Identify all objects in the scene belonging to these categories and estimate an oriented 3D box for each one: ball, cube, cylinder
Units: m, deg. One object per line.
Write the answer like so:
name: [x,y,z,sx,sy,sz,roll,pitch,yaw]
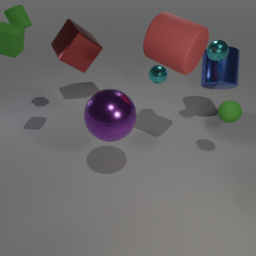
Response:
ball: [1.120,-1.989,10.440,0.700,0.700,0.700,0,32,0]
cube: [-3.433,-2.526,8.011,0.700,0.700,0.700,15,33,-7]
cylinder: [1.394,-2.460,8.157,1.400,1.400,1.400,31,42,22]
cylinder: [3.626,-2.326,11.035,1.400,1.400,1.400,4,-1,0]
cube: [-2.218,-3.518,12.073,1.400,1.400,1.400,22,26,-45]
ball: [2.996,-2.577,9.339,0.700,0.700,0.700,0,32,0]
ball: [-0.468,-0.334,7.447,1.400,1.400,1.400,0,32,0]
cylinder: [-3.740,-3.707,9.505,0.700,0.700,0.700,-20,24,9]
ball: [3.123,-0.503,8.600,0.700,0.700,0.700,0,32,0]
